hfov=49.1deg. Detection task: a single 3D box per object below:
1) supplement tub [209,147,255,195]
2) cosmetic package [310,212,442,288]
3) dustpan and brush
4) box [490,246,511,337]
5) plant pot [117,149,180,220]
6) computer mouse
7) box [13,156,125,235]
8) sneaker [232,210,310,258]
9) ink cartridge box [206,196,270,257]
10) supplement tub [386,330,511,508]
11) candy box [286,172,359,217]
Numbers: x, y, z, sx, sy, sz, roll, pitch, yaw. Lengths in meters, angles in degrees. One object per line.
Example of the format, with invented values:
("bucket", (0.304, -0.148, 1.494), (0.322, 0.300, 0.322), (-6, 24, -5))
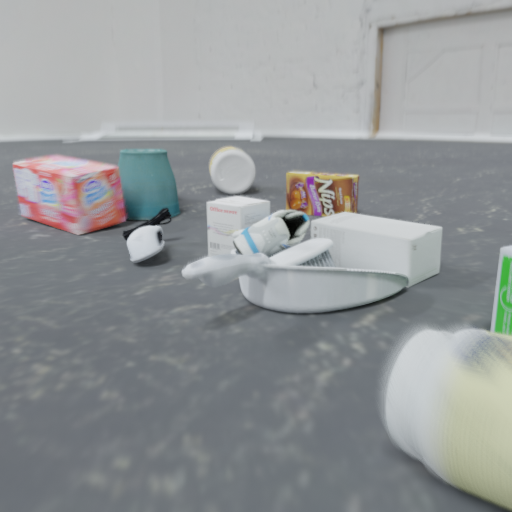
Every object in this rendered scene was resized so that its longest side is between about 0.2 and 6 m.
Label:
("supplement tub", (-0.682, -2.362, 15.348), (1.189, 1.189, 1.646), (-2, 16, -7))
("cosmetic package", (1.716, -0.147, 8.176), (0.917, 0.723, 1.704), (-16, 23, -41))
("dustpan and brush", (0.273, 0.178, 6.649), (2.159, 0.885, 3.093), (10, 19, 37))
("box", (3.777, 0.517, 4.904), (2.415, 1.168, 2.131), (-7, 17, -25))
("plant pot", (-2.415, -1.591, 12.117), (1.494, 1.403, 1.494), (0, 14, 0))
("computer mouse", (-1.762, -0.350, 8.929), (0.884, 0.354, 1.613), (-25, 20, -2))
("box", (-3.760, -1.275, 11.187), (2.276, 1.168, 1.077), (15, 26, 39))
("sneaker", (0.420, -0.306, 7.709), (0.839, 0.726, 1.937), (-31, 0, 20))
("ink cartridge box", (-0.260, -0.371, 8.539), (0.712, 0.967, 0.699), (13, 20, 38))
("supplement tub", (1.589, 1.000, 3.377), (0.986, 0.986, 1.360), (-14, 17, -42))
("candy box", (1.421, -1.334, 12.167), (1.557, 0.908, 0.440), (7, 17, 25))
